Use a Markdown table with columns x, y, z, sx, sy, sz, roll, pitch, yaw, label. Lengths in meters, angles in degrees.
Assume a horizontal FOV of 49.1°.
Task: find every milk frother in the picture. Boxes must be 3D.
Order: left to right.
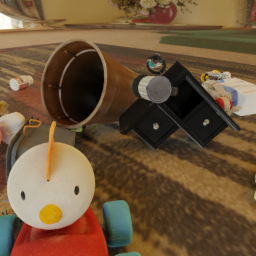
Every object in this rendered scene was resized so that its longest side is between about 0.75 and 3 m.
| x | y | z | sx | sy | sz | roll | pitch | yaw | label |
| --- | --- | --- | --- | --- | --- | --- | --- | --- | --- |
| 0.584 | -1.076 | 5.991 | 0.850 | 0.942 | 0.886 | -14 | 16 | -16 | milk frother |

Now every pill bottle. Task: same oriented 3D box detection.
| x | y | z | sx | sy | sz | roll | pitch | yaw | label |
| --- | --- | --- | --- | --- | --- | --- | --- | --- | --- |
| -5.194 | -2.233 | 13.730 | 0.586 | 0.586 | 1.045 | 13 | 27 | 26 | pill bottle |

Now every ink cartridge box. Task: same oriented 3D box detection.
| x | y | z | sx | sy | sz | roll | pitch | yaw | label |
| --- | --- | --- | --- | --- | --- | --- | --- | --- | --- |
| 4.486 | -1.317 | 11.388 | 1.508 | 0.878 | 2.086 | -10 | 27 | -21 | ink cartridge box |

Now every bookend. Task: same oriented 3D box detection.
| x | y | z | sx | sy | sz | roll | pitch | yaw | label |
| --- | --- | --- | --- | --- | --- | --- | --- | --- | --- |
| 1.438 | -0.157 | 8.239 | 2.469 | 2.454 | 1.137 | -42 | 21 | 14 | bookend |

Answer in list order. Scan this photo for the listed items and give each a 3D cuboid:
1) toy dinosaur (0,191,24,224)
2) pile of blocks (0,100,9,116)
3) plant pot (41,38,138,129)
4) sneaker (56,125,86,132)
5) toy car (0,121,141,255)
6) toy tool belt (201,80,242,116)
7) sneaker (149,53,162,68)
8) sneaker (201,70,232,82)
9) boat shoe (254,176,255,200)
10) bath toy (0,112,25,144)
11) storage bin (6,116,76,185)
| x | y | z | sx | sy | sz | roll | pitch | yaw | label |
| --- | --- | --- | --- | --- | --- | --- | --- | --- | --- |
| -2.070 | 1.758 | 5.315 | 1.131 | 1.246 | 0.654 | -38 | 9 | 9 | toy dinosaur |
| -5.152 | -0.609 | 9.828 | 0.705 | 0.931 | 2.268 | 17 | 30 | 32 | pile of blocks |
| -0.900 | -1.205 | 8.904 | 2.577 | 2.577 | 2.551 | 18 | 8 | 34 | plant pot |
| -2.167 | -0.323 | 9.548 | 0.741 | 0.642 | 1.791 | -20 | 32 | -36 | sneaker |
| -1.042 | 1.214 | 3.958 | 2.366 | 2.567 | 2.271 | -5 | 25 | -9 | toy car |
| 3.323 | -1.002 | 10.008 | 1.431 | 1.454 | 2.328 | -7 | 14 | -13 | toy tool belt |
| 1.072 | -2.537 | 10.359 | 0.337 | 0.487 | 0.806 | 42 | 47 | 16 | sneaker |
| 4.366 | -2.330 | 13.822 | 0.891 | 0.844 | 2.169 | -11 | 17 | -12 | sneaker |
| 3.225 | 1.192 | 6.483 | 0.506 | 0.475 | 1.372 | 11 | 27 | 22 | boat shoe |
| -3.812 | 0.537 | 7.240 | 1.300 | 1.105 | 2.989 | -10 | 17 | 29 | bath toy |
| -2.089 | 0.526 | 7.118 | 1.270 | 1.377 | 1.891 | 9 | 24 | -5 | storage bin |
